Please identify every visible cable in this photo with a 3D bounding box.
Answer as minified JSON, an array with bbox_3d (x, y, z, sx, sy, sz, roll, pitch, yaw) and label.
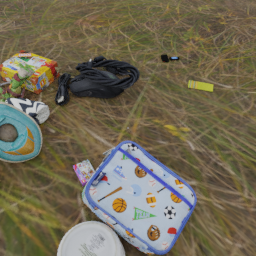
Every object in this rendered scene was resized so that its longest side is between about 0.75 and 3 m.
[{"bbox_3d":[-0.863,-2.473,12.107,2.338,0.728,2.866,-14,39,-41],"label":"cable"}]

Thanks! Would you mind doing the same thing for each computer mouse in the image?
[{"bbox_3d":[-1.655,-1.913,12.105,2.974,0.784,2.060,-2,47,-1],"label":"computer mouse"}]

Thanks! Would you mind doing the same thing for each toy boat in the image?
[{"bbox_3d":[-4.072,0.739,9.003,1.333,2.412,2.869,24,76,48],"label":"toy boat"}]

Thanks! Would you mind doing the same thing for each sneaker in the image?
[{"bbox_3d":[-4.362,-0.396,10.616,1.557,0.955,2.392,25,52,23],"label":"sneaker"}]

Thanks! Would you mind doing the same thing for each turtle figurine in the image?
[{"bbox_3d":[-4.891,-1.955,11.409,1.930,1.433,1.991,-44,63,10],"label":"turtle figurine"}]

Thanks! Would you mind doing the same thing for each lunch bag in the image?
[{"bbox_3d":[0.310,1.818,7.849,2.956,1.117,2.368,39,64,3],"label":"lunch bag"}]

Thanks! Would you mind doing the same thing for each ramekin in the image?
[{"bbox_3d":[-0.971,3.305,7.229,1.811,0.950,1.811,0,47,0],"label":"ramekin"}]

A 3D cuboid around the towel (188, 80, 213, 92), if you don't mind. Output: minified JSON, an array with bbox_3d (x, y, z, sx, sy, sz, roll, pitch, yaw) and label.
[{"bbox_3d":[3.251,-1.867,12.549,1.097,0.099,0.472,12,54,9],"label":"towel"}]

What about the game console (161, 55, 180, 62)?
[{"bbox_3d":[2.118,-3.502,14.018,0.909,0.110,0.536,-4,48,-4],"label":"game console"}]

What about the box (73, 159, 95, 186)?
[{"bbox_3d":[-1.434,1.488,9.421,0.564,0.161,0.824,-22,51,-19],"label":"box"}]

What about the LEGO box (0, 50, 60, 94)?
[{"bbox_3d":[-4.438,-2.569,12.683,2.095,0.808,1.560,21,51,18],"label":"LEGO box"}]
